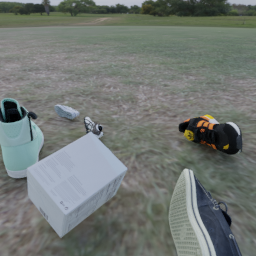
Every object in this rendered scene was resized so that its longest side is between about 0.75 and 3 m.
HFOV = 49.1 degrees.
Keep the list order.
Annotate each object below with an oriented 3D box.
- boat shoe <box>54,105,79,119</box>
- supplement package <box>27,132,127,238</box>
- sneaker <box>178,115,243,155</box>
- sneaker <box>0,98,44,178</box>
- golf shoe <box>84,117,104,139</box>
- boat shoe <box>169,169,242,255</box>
[{"bbox_3d":[-2.022,-0.531,9.291,1.012,0.372,0.338,27,33,33],"label":"boat shoe"},{"bbox_3d":[-0.861,0.924,4.706,0.963,0.956,1.269,43,51,19],"label":"supplement package"},{"bbox_3d":[1.987,0.204,7.090,0.996,0.774,2.214,-9,14,-6],"label":"sneaker"},{"bbox_3d":[-2.620,-0.121,6.867,0.965,1.547,2.623,-8,26,-18],"label":"sneaker"},{"bbox_3d":[-0.966,0.007,7.921,0.494,0.406,1.045,-18,42,-7],"label":"golf shoe"},{"bbox_3d":[1.120,1.449,4.279,0.719,0.862,2.310,16,22,-7],"label":"boat shoe"}]
